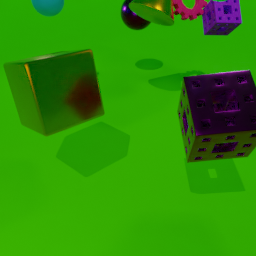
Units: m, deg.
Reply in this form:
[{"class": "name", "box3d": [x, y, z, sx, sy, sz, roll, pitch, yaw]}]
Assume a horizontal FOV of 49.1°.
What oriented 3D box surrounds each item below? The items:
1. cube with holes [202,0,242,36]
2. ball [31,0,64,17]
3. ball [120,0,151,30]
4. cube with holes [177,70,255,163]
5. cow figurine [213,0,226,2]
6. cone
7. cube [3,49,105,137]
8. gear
[{"class": "cube with holes", "box3d": [2.718, -3.252, 8.193, 0.782, 0.782, 0.782, -3, -7, -11]}, {"class": "ball", "box3d": [-2.390, -3.833, 8.351, 0.949, 0.949, 0.949, 0, 35, 0]}, {"class": "ball", "box3d": [0.332, -4.091, 9.927, 1.197, 1.197, 1.197, 0, 35, 0]}, {"class": "cube with holes", "box3d": [1.462, -0.154, 4.598, 1.050, 1.050, 1.050, -6, 62, 1]}, {"class": "cow figurine", "box3d": [1.489, -2.092, 3.933, 0.505, 0.906, 0.920, 36, 90, 31]}, {"class": "cone", "box3d": [0.912, -3.811, 7.813, 1.377, 1.382, 1.377, 22, 7, -3]}, {"class": "cube", "box3d": [-1.427, -0.748, 5.461, 1.298, 1.298, 1.298, -23, 24, -33]}, {"class": "gear", "box3d": [1.773, -3.793, 8.210, 1.196, 1.196, 0.221, -15, 12, -20]}]
